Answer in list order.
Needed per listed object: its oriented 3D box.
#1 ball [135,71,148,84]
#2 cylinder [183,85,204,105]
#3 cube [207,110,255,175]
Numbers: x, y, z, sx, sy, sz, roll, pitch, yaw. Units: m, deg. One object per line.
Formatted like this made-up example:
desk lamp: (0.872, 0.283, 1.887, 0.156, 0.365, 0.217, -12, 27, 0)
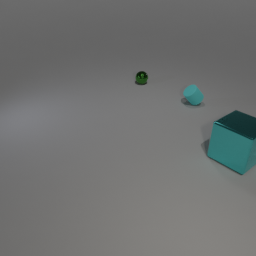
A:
ball: (0.747, -2.722, 15.132, 0.700, 0.700, 0.700, 0, 32, 0)
cylinder: (3.044, -1.533, 13.014, 0.700, 0.700, 0.700, -31, 36, 26)
cube: (3.743, 0.431, 9.435, 1.400, 1.400, 1.400, -23, 38, -35)
